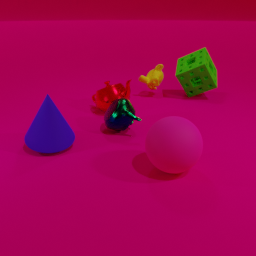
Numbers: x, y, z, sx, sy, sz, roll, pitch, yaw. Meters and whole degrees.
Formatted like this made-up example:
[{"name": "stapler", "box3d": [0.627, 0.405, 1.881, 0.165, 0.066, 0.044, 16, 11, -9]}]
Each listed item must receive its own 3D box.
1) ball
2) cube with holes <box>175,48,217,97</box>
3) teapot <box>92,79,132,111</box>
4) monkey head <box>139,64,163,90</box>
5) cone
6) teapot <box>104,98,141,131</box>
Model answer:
[{"name": "ball", "box3d": [1.028, 0.377, 6.333, 1.286, 1.286, 1.286, 0, 23, 0]}, {"name": "cube with holes", "box3d": [2.841, -2.274, 11.559, 1.233, 1.233, 1.233, -18, 38, 31]}, {"name": "teapot", "box3d": [-0.553, -1.204, 10.001, 2.054, 1.006, 1.277, -11, 11, 40]}, {"name": "monkey head", "box3d": [0.978, -2.134, 11.802, 0.972, 1.352, 0.815, 20, 61, -10]}, {"name": "cone", "box3d": [-2.038, -0.287, 7.226, 1.332, 1.337, 1.332, 5, 35, -4]}, {"name": "teapot", "box3d": [-0.167, -0.358, 8.471, 0.832, 1.056, 1.699, 32, -11, -22]}]
